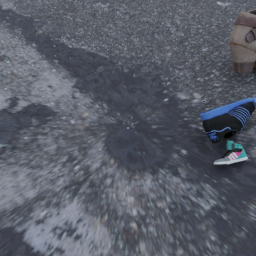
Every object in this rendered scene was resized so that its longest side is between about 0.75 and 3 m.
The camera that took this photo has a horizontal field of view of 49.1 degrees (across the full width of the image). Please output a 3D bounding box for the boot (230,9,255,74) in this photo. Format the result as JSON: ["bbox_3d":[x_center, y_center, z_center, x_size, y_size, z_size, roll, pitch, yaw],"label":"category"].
[{"bbox_3d":[4.358,-2.866,9.106,2.667,1.950,0.937,-17,28,-31],"label":"boot"}]

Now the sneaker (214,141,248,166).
[{"bbox_3d":[2.380,0.580,6.613,0.867,0.363,0.524,-10,82,-17],"label":"sneaker"}]

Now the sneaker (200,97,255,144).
[{"bbox_3d":[2.740,-0.222,7.341,2.153,0.755,0.838,-17,88,-32],"label":"sneaker"}]
